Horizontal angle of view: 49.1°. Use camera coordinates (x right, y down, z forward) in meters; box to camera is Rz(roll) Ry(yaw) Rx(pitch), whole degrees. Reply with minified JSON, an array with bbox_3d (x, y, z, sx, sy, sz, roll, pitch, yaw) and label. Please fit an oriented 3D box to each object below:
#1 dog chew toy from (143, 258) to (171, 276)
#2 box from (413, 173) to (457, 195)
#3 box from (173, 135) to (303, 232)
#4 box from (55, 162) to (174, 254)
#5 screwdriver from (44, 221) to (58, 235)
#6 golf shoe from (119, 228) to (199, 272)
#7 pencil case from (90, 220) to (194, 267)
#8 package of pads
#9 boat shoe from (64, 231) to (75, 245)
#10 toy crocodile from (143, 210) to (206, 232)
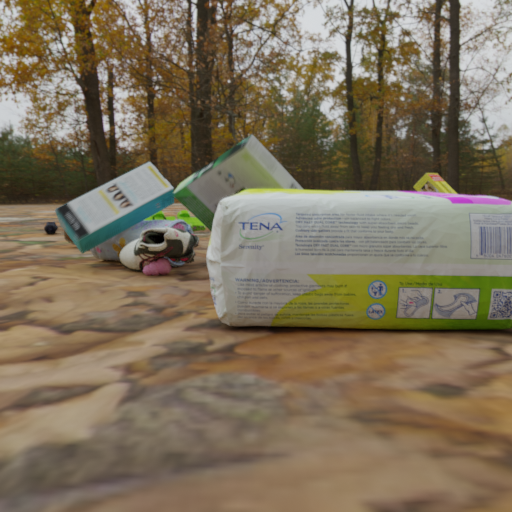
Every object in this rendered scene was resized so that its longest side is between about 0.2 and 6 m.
[{"bbox_3d":[-1.618,0.202,9.118,0.451,0.281,0.281,-16,9,-6],"label":"dog chew toy"},{"bbox_3d":[4.976,-1.186,14.134,0.798,0.531,2.120,-7,53,-49],"label":"box"},{"bbox_3d":[-0.292,-1.049,10.088,2.239,1.616,0.407,-24,30,45],"label":"box"},{"bbox_3d":[-2.486,-0.884,10.024,1.946,0.801,0.478,-32,-24,-23],"label":"box"},{"bbox_3d":[-6.656,-0.929,18.281,0.406,0.423,2.908,-2,4,-17],"label":"screwdriver"},{"bbox_3d":[-1.725,-0.192,9.186,1.650,0.637,0.727,-11,-30,32],"label":"golf shoe"},{"bbox_3d":[-2.179,-0.291,10.518,2.084,0.866,0.945,5,29,32],"label":"pencil case"},{"bbox_3d":[1.110,-0.166,7.289,3.191,1.408,4.130,0,7,1],"label":"package of pads"},{"bbox_3d":[-3.699,-0.487,12.853,1.979,0.749,0.731,3,10,28],"label":"boat shoe"},{"bbox_3d":[-2.593,-0.951,17.313,2.110,0.652,0.712,-2,47,-26],"label":"toy crocodile"}]
